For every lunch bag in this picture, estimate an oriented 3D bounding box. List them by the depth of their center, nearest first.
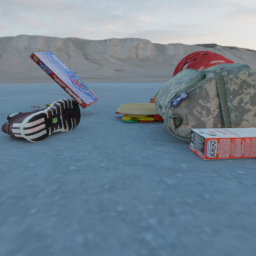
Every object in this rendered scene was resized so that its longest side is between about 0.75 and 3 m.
[{"bbox_3d":[2.001,-0.685,7.908,2.342,1.946,2.792,-14,14,2],"label":"lunch bag"}]

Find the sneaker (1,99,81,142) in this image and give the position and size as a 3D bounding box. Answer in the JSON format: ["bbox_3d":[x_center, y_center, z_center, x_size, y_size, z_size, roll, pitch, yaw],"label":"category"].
[{"bbox_3d":[-2.601,-0.309,8.275,1.512,0.990,2.617,1,12,22],"label":"sneaker"}]

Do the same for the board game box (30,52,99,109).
[{"bbox_3d":[-2.565,-2.057,11.695,2.962,0.288,1.525,44,22,-1],"label":"board game box"}]

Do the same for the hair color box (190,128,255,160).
[{"bbox_3d":[2.295,0.325,6.186,1.623,0.519,0.900,0,11,-7],"label":"hair color box"}]

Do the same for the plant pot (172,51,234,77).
[{"bbox_3d":[3.423,-1.841,11.960,2.690,2.690,2.450,-1,20,-4],"label":"plant pot"}]

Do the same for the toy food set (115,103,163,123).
[{"bbox_3d":[0.611,-0.620,10.845,2.213,0.544,2.235,0,11,-2],"label":"toy food set"}]

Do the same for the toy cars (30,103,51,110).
[{"bbox_3d":[-4.070,-1.014,13.593,1.237,0.274,0.554,-8,11,-22],"label":"toy cars"}]

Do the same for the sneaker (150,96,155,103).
[{"bbox_3d":[2.033,-1.292,13.828,1.816,0.704,1.017,-1,10,-6],"label":"sneaker"}]
